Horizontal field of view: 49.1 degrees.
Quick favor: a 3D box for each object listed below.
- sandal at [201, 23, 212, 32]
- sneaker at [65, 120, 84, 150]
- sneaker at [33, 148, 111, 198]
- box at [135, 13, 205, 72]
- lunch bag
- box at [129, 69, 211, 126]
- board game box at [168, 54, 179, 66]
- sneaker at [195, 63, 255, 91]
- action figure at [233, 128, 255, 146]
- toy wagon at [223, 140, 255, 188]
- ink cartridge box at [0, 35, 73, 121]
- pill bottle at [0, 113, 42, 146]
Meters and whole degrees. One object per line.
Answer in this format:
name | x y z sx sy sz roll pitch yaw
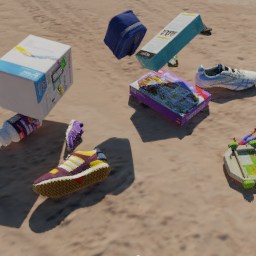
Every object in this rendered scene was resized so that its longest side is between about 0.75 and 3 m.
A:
sandal | 4.294 -6.184 16.860 0.676 0.451 1.654 -33 55 -28
sneaker | -2.015 0.227 10.656 0.603 0.583 1.446 8 46 0
sneaker | -1.915 1.413 9.295 2.544 0.953 1.146 -13 47 -24
box | 1.767 -3.646 11.801 2.895 0.712 1.191 -44 38 -8
lunch bag | -0.099 -3.323 10.411 1.145 1.685 1.115 -34 82 -24
box | 1.798 -1.473 12.247 2.024 0.578 2.958 -35 56 -29
board game box | 2.317 -3.573 14.596 0.543 0.122 1.037 0 46 3
sneaker | 4.595 -2.387 12.807 2.992 1.084 1.075 0 45 -2
action figure | 4.326 0.404 10.317 1.294 0.640 0.422 -36 53 -6
toy wagon | 4.498 1.223 9.725 2.186 0.432 1.696 -4 51 -4
ink cartridge box | -3.362 -1.897 10.262 1.782 1.791 2.441 17 47 9
pill bottle | -4.173 -0.034 10.651 0.891 0.891 1.599 30 53 26
